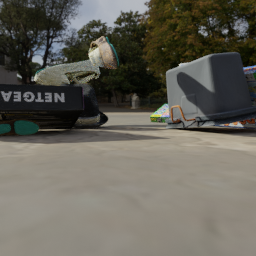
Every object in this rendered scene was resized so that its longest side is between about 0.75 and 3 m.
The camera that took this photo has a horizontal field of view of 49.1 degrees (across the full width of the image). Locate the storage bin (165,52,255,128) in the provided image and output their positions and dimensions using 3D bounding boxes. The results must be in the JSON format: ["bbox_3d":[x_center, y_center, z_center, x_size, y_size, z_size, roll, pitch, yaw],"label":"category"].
[{"bbox_3d":[2.049,-0.984,7.929,1.918,1.770,2.636,-11,2,-25],"label":"storage bin"}]

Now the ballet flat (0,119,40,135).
[{"bbox_3d":[-2.637,-0.028,6.360,1.160,0.393,0.419,-8,21,-30],"label":"ballet flat"}]

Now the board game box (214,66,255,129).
[{"bbox_3d":[3.306,-0.850,8.381,0.465,1.825,2.697,-37,17,-19],"label":"board game box"}]

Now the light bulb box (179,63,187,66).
[{"bbox_3d":[3.050,-1.427,10.954,2.129,2.148,1.340,-2,-31,26],"label":"light bulb box"}]

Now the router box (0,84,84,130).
[{"bbox_3d":[-2.536,-0.453,6.977,2.576,0.658,1.922,-1,-13,-21],"label":"router box"}]

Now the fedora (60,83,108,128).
[{"bbox_3d":[-1.722,-0.866,9.270,2.432,1.111,2.432,8,18,-3],"label":"fedora"}]

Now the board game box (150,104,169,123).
[{"bbox_3d":[2.287,-0.678,12.633,2.184,0.318,1.470,3,28,37],"label":"board game box"}]

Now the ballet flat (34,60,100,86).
[{"bbox_3d":[-2.439,-2.241,11.909,2.897,1.040,1.040,-22,14,-28],"label":"ballet flat"}]

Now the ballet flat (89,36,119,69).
[{"bbox_3d":[-0.761,-2.126,8.156,0.730,0.739,2.171,-18,28,-2],"label":"ballet flat"}]
